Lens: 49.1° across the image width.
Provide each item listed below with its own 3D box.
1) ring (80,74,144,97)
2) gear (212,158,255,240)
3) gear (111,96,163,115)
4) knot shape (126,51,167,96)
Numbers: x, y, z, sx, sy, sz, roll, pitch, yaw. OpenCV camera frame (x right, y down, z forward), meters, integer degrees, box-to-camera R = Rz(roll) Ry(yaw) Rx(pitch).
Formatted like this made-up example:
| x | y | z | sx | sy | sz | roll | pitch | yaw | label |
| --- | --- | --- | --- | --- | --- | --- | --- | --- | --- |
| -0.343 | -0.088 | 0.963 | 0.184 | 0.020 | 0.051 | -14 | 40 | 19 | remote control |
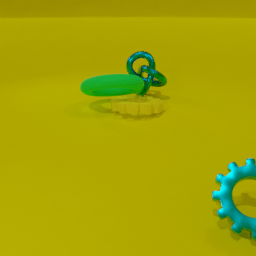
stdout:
| x | y | z | sx | sy | sz | roll | pitch | yaw | label |
| --- | --- | --- | --- | --- | --- | --- | --- | --- | --- |
| -0.511 | -1.359 | 9.126 | 2.077 | 0.415 | 2.077 | -4 | -2 | 0 | ring |
| 1.861 | 1.040 | 4.168 | 1.149 | 0.213 | 1.149 | -6 | 66 | 12 | gear |
| 0.295 | -0.753 | 9.042 | 1.642 | 0.304 | 1.642 | 1 | 16 | 0 | gear |
| 0.600 | -1.862 | 10.357 | 1.656 | 1.550 | 0.765 | 45 | 51 | 16 | knot shape |
